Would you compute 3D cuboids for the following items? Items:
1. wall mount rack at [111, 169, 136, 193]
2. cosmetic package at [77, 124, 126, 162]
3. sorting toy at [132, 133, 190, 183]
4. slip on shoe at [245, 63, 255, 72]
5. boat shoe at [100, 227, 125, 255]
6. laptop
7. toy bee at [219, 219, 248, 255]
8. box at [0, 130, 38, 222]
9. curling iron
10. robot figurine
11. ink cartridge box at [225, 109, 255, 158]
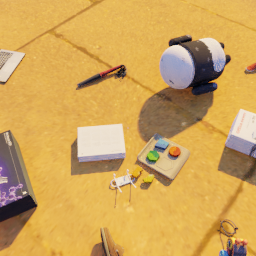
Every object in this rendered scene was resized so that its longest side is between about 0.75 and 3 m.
[{"bbox_3d":[-0.124,1.835,9.510,0.881,0.329,0.766,-16,56,-15],"label":"wall mount rack"},{"bbox_3d":[-0.996,0.542,10.384,1.709,0.441,1.288,-5,53,-4],"label":"cosmetic package"},{"bbox_3d":[1.124,1.170,10.007,1.525,0.274,2.047,30,58,20],"label":"sorting toy"},{"bbox_3d":[5.834,-2.861,12.939,0.932,0.285,0.345,-20,58,-12],"label":"slip on shoe"},{"bbox_3d":[-0.372,3.644,8.125,0.553,0.585,1.627,-14,65,-15],"label":"boat shoe"},{"bbox_3d":[-6.215,-3.336,12.694,2.138,1.239,2.002,11,56,8],"label":"laptop"},{"bbox_3d":[2.919,3.552,7.769,1.436,1.192,2.193,-12,56,-8],"label":"toy bee"},{"bbox_3d":[-4.358,1.634,9.241,1.920,1.073,2.720,-21,57,-18],"label":"box"},{"bbox_3d":[-1.120,-2.319,12.528,2.434,0.311,0.603,-20,57,-14],"label":"curling iron"},{"bbox_3d":[2.752,-2.670,11.650,2.983,1.862,2.241,-18,38,-21],"label":"robot figurine"},{"bbox_3d":[4.792,0.318,10.321,1.918,0.823,1.404,23,57,14],"label":"ink cartridge box"}]
